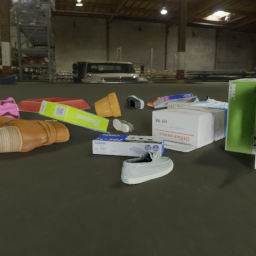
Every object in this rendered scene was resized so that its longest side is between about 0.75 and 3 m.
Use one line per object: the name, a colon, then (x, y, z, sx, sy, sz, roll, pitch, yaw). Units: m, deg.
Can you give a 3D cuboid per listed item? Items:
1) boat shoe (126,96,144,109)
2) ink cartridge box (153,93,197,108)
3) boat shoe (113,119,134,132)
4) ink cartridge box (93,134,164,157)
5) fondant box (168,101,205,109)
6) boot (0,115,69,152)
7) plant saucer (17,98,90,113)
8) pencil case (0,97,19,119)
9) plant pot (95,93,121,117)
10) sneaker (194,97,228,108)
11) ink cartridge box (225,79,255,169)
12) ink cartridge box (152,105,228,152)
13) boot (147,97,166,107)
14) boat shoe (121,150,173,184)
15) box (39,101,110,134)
boat shoe: (0.223, -1.275, 13.853, 0.468, 0.567, 1.652, -5, 14, -24)
ink cartridge box: (2.191, -1.349, 13.210, 1.545, 0.341, 1.573, -10, -7, -19)
boat shoe: (-0.156, -0.074, 8.335, 0.257, 0.307, 0.858, -7, 19, -32)
ink cartridge box: (0.030, 0.366, 5.978, 1.431, 0.316, 0.673, 2, 10, 11)
fondant box: (2.580, -0.929, 12.450, 0.985, 0.398, 1.366, -8, 15, -36)
boot: (-2.489, 0.048, 6.595, 1.671, 0.796, 2.160, -7, 23, -34)
plant saucer: (-3.546, -1.113, 13.254, 2.555, 0.470, 2.560, 7, 14, 33)
pencil case: (-4.547, -0.477, 8.658, 2.270, 1.030, 1.063, -10, -15, -41)
plant pot: (-0.799, -0.809, 10.823, 0.849, 0.927, 0.927, -15, 10, 3)
sneaker: (3.867, -1.097, 12.746, 1.755, 0.636, 0.631, 1, 10, 0)
ink cartridge box: (2.425, -0.223, 5.772, 0.791, 1.542, 2.087, 6, 13, 30)
ink cartridge box: (1.535, -0.079, 7.109, 1.321, 0.761, 2.280, 9, 14, 40)
boot: (1.436, -1.319, 14.184, 0.967, 0.518, 0.363, 3, 13, 25)
boat shoe: (0.356, 0.585, 4.611, 1.145, 0.408, 0.400, -11, 15, -44)
box: (-1.277, -0.256, 7.175, 1.010, 0.395, 1.656, 14, -3, 37)
